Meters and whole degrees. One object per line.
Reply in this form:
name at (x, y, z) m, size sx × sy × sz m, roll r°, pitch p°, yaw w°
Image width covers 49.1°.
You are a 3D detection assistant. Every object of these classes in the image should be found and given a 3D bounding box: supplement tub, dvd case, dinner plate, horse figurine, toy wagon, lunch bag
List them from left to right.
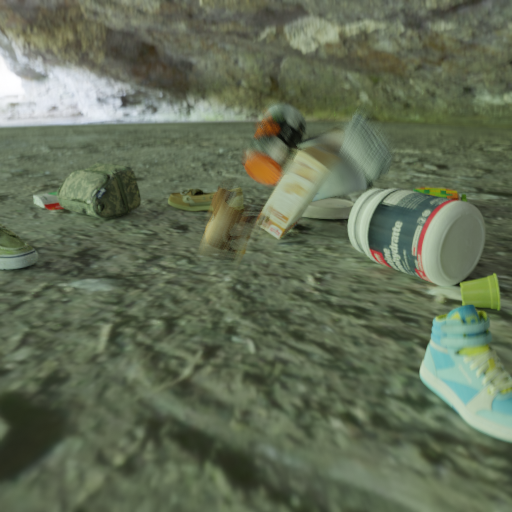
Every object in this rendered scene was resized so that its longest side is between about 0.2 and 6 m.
lunch bag at (-4.199, -1.643, 14.886) m, size 1.827 × 1.273 × 1.533 m, roll 13°, pitch 36°, yaw 36°
horse figurine at (-0.457, -0.476, 9.299) m, size 0.976 × 1.473 × 0.368 m, roll 14°, pitch 52°, yaw -21°
supplement tub at (0.449, -2.684, 13.549) m, size 1.111 × 1.111 × 1.813 m, roll 8°, pitch 57°, yaw 24°
dinner plate at (1.951, -1.334, 15.328) m, size 2.214 × 0.268 × 2.214 m, roll 1°, pitch 17°, yaw 0°
dvd case at (1.871, -2.272, 13.763) m, size 0.198 × 1.611 × 2.258 m, roll -17°, pitch 5°, yaw -30°
supplement tub at (2.931, -0.426, 10.417) m, size 1.519 × 1.519 × 2.165 m, roll -12°, pitch 21°, yaw -32°
toy wagon at (5.041, -1.521, 15.717) m, size 1.652 × 0.421 × 2.130 m, roll 5°, pitch 18°, yaw 16°

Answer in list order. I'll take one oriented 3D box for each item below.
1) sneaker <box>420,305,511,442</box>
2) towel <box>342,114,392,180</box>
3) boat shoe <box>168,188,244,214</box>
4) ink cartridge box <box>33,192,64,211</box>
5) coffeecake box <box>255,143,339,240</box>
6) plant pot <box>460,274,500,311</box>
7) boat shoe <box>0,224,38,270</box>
sneaker at (2.450, 1.173, 6.063) m, size 0.676 × 1.110 × 1.700 m, roll -7°, pitch 20°, yaw -25°
towel at (2.186, -2.136, 11.166) m, size 0.508 × 1.186 × 0.982 m, roll -34°, pitch -13°, yaw 5°
boat shoe at (-1.404, -1.618, 15.499) m, size 2.334 × 0.734 × 0.851 m, roll 10°, pitch 20°, yaw 29°
ink cartridge box at (-5.753, -1.606, 16.241) m, size 0.979 × 0.305 × 1.216 m, roll -15°, pitch 21°, yaw -39°
coffeecake box at (0.965, -1.527, 13.021) m, size 0.730 × 1.999 × 1.535 m, roll 35°, pitch 25°, yaw 6°
plant pot at (3.557, 0.595, 8.927) m, size 0.544 × 0.592 × 0.592 m, roll -6°, pitch 15°, yaw 18°
boat shoe at (-5.256, -0.275, 11.249) m, size 2.373 × 0.736 × 0.854 m, roll 13°, pitch 22°, yaw 35°
